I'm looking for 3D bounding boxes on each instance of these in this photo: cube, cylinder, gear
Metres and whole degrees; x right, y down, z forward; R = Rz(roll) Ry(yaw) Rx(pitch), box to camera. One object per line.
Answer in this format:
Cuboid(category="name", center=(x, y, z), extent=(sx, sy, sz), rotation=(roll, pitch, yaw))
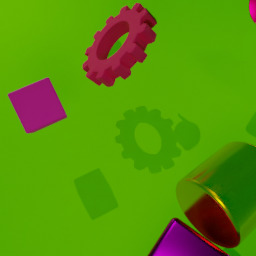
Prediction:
Cuboid(category="cube", center=(-1.523, -0.368, 4.841), extent=(0.706, 0.706, 0.706), rotation=(-25, 95, -10))
Cuboid(category="cylinder", center=(1.282, 0.814, 3.561), extent=(0.972, 0.972, 0.972), rotation=(-31, 70, -25))
Cuboid(category="gear", center=(-0.204, -1.612, 5.453), extent=(1.687, 0.312, 1.687), rotation=(-26, 48, 33))
Cuboid(category="cube", center=(0.762, 2.101, 3.418), extent=(1.371, 1.371, 1.371), rotation=(33, 78, 19))

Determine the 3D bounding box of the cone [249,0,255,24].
Cuboid(category="cone", center=(2.898, -2.495, 5.444), extent=(1.101, 1.101, 1.105), rotation=(20, 30, 8))
